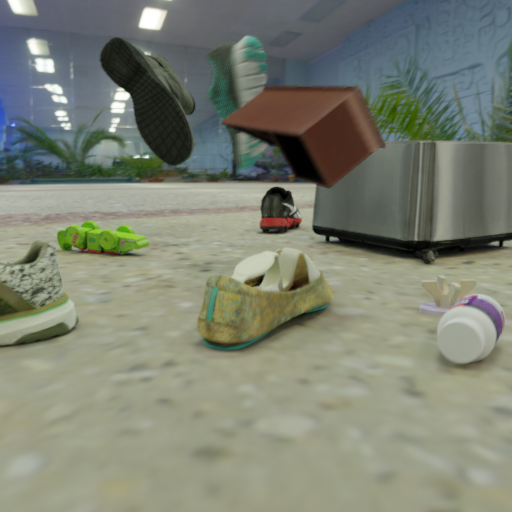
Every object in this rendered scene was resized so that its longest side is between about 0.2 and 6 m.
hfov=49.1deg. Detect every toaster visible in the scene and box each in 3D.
[{"bbox_3d":[3.339,-1.236,11.409,3.223,2.115,3.564,-7,12,-31],"label":"toaster"}]

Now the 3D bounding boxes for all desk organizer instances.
[{"bbox_3d":[0.489,-1.590,7.200,0.884,0.823,2.295,-40,29,-12],"label":"desk organizer"}]

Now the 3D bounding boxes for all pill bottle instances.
[{"bbox_3d":[1.887,0.651,4.950,0.482,0.482,0.866,6,11,31],"label":"pill bottle"}]

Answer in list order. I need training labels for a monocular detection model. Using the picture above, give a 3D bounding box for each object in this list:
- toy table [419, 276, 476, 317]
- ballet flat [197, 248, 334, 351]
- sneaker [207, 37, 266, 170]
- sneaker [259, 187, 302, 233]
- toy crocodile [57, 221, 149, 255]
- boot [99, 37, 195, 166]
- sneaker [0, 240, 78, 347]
[{"bbox_3d":[2.206,0.464,6.409,0.659,0.386,0.606,-3,10,-11],"label":"toy table"},{"bbox_3d":[0.226,0.317,6.001,0.863,0.863,2.440,5,10,29],"label":"ballet flat"},{"bbox_3d":[-0.370,-2.715,10.081,1.039,2.278,0.884,12,23,31],"label":"sneaker"},{"bbox_3d":[0.676,-1.235,14.493,0.817,1.130,2.312,0,7,18],"label":"sneaker"},{"bbox_3d":[-2.950,-0.288,10.635,1.943,0.600,0.656,7,15,18],"label":"toy crocodile"},{"bbox_3d":[-1.989,-3.568,13.009,1.131,3.339,2.181,-36,-11,25],"label":"boot"},{"bbox_3d":[-2.783,0.338,5.020,0.929,1.070,2.415,7,12,38],"label":"sneaker"}]
